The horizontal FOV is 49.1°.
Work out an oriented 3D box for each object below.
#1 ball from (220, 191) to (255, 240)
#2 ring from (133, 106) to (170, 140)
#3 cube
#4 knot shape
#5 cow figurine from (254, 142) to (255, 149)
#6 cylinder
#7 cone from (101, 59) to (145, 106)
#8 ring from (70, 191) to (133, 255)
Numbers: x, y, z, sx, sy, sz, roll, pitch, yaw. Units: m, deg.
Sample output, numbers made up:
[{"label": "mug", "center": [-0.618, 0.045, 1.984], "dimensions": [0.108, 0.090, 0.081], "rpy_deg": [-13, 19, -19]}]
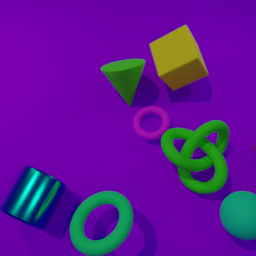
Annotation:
[{"label": "ball", "center": [2.823, 2.110, 6.781], "dimensions": [1.135, 1.135, 1.135], "rpy_deg": [0, 68, 0]}, {"label": "ring", "center": [0.691, -0.164, 8.309], "dimensions": [1.105, 0.221, 1.105], "rpy_deg": [-4, 64, 9]}, {"label": "cube", "center": [1.539, -2.059, 8.428], "dimensions": [1.199, 1.199, 1.199], "rpy_deg": [-23, 66, 23]}, {"label": "knot shape", "center": [2.017, 0.592, 7.559], "dimensions": [1.880, 0.928, 2.009], "rpy_deg": [-39, 90, -9]}, {"label": "cow figurine", "center": [4.157, 1.037, 7.616], "dimensions": [0.888, 1.592, 1.617], "rpy_deg": [0, 103, -26]}, {"label": "cylinder", "center": [-2.368, 1.756, 7.117], "dimensions": [1.208, 1.208, 1.208], "rpy_deg": [22, 69, 9]}, {"label": "cone", "center": [-0.042, -1.266, 8.487], "dimensions": [1.330, 1.335, 1.330], "rpy_deg": [-9, 24, 4]}, {"label": "ring", "center": [-0.608, 2.117, 6.351], "dimensions": [1.533, 0.307, 1.533], "rpy_deg": [-16, 40, 14]}]
